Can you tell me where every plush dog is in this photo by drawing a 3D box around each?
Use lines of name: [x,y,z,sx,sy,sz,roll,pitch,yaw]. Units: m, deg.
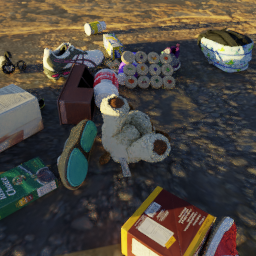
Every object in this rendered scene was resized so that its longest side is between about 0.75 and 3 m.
plush dog: [0.121,0.153,7.637,2.127,1.706,1.827,44,34,6]

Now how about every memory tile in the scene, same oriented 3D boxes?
memory tile: [0.782,-2.205,10.593,1.988,0.167,1.524,-2,75,-11]

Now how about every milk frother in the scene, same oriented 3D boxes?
milk frother: [-4.895,-2.698,11.839,0.907,0.819,0.853,26,14,-46]

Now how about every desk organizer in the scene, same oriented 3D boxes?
desk organizer: [-1.580,-1.213,9.569,1.000,0.932,2.598,3,38,1]

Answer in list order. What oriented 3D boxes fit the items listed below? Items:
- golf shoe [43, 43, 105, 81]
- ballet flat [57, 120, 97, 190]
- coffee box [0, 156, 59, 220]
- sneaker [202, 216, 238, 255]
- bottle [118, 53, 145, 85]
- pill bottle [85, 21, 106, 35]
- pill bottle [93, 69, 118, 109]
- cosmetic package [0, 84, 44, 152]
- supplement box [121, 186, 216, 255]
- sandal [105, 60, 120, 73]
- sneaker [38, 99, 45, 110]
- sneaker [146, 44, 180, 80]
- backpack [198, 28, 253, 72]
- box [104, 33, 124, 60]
golf shoe: [-2.120,-2.894,11.516,2.807,1.236,1.083,-28,44,-33]
ballet flat: [-1.404,0.718,7.355,0.775,0.844,2.460,-19,30,21]
coffee box: [-2.627,1.404,6.602,1.679,0.369,1.032,-26,45,-30]
sneaker: [1.779,2.638,4.641,1.283,0.813,2.281,17,48,27]
bottle: [0.086,-2.387,11.292,0.814,0.636,1.949,17,41,9]
pill bottle: [-1.768,-5.511,15.384,1.102,0.613,0.613,-25,44,-30]
pill bottle: [-0.773,-1.341,9.746,0.886,0.886,1.579,-1,37,-2]
cosmetic package: [-3.952,-0.056,7.829,1.410,1.190,2.727,30,46,32]
supplement box: [0.763,2.054,5.362,1.284,0.852,1.266,25,44,29]
sandal: [-0.585,-2.737,11.945,0.459,0.412,1.252,-26,45,-30]
sneaker: [-3.080,-0.729,9.365,0.281,0.324,0.783,25,44,10]
sneaker: [1.299,-2.637,11.285,0.899,1.057,2.415,25,44,29]
backpack: [4.273,-3.353,11.915,1.902,1.793,2.332,-8,18,-12]
box: [-0.694,-3.889,13.268,0.565,0.616,1.757,-10,39,-13]
